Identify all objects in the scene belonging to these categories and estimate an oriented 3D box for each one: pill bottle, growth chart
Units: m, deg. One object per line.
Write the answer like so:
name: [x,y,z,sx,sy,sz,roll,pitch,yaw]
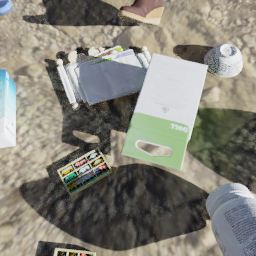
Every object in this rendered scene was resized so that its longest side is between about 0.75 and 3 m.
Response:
pill bottle: [2.166,1.960,4.952,1.123,1.123,1.981,-6,29,-3]
growth chart: [-0.500,-1.496,7.672,2.783,0.247,2.014,-12,63,-6]

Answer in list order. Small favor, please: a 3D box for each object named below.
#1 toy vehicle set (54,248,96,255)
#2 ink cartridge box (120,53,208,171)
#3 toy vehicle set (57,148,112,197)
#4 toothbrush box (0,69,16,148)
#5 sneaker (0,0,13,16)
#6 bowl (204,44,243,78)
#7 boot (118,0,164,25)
toy vehicle set: [-1.110,3.050,5.369,0.814,0.174,1.310,4,63,2]
ink cartridge box: [0.881,-0.356,6.698,1.390,0.794,2.677,15,72,7]
toy vehicle set: [-0.987,1.000,6.442,1.085,0.144,0.674,-30,67,-14]
toothbrush box: [-3.511,-0.416,6.808,1.337,0.779,1.827,-10,63,-5]
sneaker: [-4.173,-4.306,8.836,0.679,0.756,1.838,-20,66,-12]
bowl: [2.713,-1.986,7.777,1.085,0.509,1.085,0,62,1]
boot: [0.384,-3.650,7.608,0.654,1.504,1.808,16,21,36]
